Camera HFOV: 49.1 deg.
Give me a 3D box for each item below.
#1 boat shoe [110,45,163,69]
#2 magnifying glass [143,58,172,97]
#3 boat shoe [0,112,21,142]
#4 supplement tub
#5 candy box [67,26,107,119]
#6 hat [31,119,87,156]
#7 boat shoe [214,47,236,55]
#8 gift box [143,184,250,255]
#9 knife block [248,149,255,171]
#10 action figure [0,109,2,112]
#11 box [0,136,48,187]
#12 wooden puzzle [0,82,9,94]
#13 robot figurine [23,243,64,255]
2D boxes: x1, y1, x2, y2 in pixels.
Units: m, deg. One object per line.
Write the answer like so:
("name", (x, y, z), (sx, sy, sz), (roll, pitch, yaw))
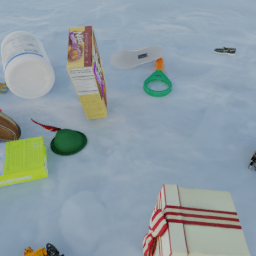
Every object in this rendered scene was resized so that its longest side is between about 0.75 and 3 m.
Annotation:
("boat shoe", (0.367, -3.259, 12.770), (2.371, 0.853, 0.779), (-16, 11, 1))
("magnifying glass", (1.298, -2.212, 11.931), (1.154, 0.325, 2.900), (4, 43, 6))
("boat shoe", (-4.720, -0.051, 8.697), (2.723, 1.030, 1.006), (17, 45, 7))
("supplement tub", (-4.038, -2.561, 11.153), (1.794, 1.794, 2.719), (-15, 42, -17))
("candy box", (-1.228, -1.643, 8.958), (0.773, 2.738, 1.598), (-4, 61, 1))
("hat", (-1.938, 0.077, 8.512), (1.123, 1.193, 1.356), (30, 49, 30))
("boat shoe", (4.771, -3.844, 13.789), (1.034, 0.312, 0.391), (9, 41, 10))
("gift box", (1.200, 2.163, 5.823), (1.674, 1.654, 1.793), (6, 36, -6))
("knife block", (3.849, 0.892, 8.307), (0.313, 0.860, 0.979), (26, 2, 26))
("action figure", (-5.356, -0.416, 9.244), (2.211, 1.094, 0.721), (-22, 46, -27))
("box", (-3.483, 0.993, 7.940), (2.249, 0.536, 1.371), (-10, 41, -11))
("wooden puzzle", (-5.187, -1.602, 11.337), (0.706, 0.084, 1.191), (4, 41, 5))
("robot figurine", (-1.744, 3.177, 5.392), (1.328, 0.533, 1.832), (-17, 44, -19))
